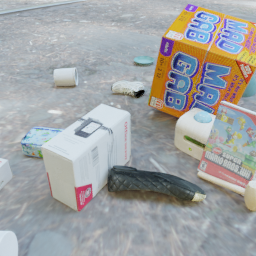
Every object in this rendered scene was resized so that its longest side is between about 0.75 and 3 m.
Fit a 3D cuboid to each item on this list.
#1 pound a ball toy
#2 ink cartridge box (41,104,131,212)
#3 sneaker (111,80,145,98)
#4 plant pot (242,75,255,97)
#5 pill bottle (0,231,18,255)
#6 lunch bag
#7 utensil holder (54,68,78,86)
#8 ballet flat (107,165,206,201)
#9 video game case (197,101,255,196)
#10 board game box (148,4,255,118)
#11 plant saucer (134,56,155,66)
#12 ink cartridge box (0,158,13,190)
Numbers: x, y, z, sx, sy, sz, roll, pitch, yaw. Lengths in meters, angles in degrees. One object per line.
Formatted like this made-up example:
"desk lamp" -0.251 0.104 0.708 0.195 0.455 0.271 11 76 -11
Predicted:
"pound a ball toy" 2.585 0.571 7.566 1.923 1.253 2.949 -29 43 -36
"ink cartridge box" -0.910 0.647 7.075 0.950 1.655 2.279 19 38 26
"sneaker" 0.038 -1.566 11.379 1.388 0.524 0.798 -5 32 -12
"plant pot" 4.742 -1.958 11.667 1.281 0.863 1.281 1 34 0
"pill bottle" -3.290 2.312 4.923 2.340 1.313 1.313 1 34 1
"lunch bag" -2.446 0.409 8.454 1.334 0.550 1.073 7 32 9
"utensil holder" -2.684 -2.208 12.128 0.905 0.769 0.769 -2 34 -1
"ballet flat" 0.686 1.469 6.988 2.450 0.696 0.814 11 4 9
"video game case" 2.671 0.514 7.000 1.446 2.023 0.176 28 25 35
"board game box" 2.557 -2.033 9.384 2.694 2.695 2.693 22 48 12
"plant saucer" 0.833 -3.456 14.483 1.074 0.193 1.074 0 33 0
"ink cartridge box" -3.924 1.199 7.192 1.458 0.617 1.054 11 35 14
